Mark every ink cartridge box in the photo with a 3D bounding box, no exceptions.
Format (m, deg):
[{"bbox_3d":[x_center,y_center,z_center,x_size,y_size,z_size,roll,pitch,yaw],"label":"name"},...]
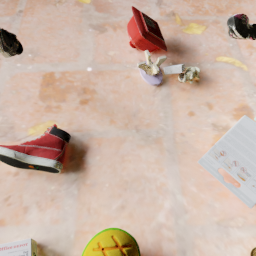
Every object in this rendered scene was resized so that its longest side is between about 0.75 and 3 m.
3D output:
[{"bbox_3d":[4.324,1.199,10.270,2.947,0.697,2.359,-39,66,-19],"label":"ink cartridge box"},{"bbox_3d":[-3.348,4.247,8.361,1.150,0.664,1.581,-10,59,-6],"label":"ink cartridge box"}]

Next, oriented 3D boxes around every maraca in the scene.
[{"bbox_3d":[-0.629,4.173,8.044,1.746,1.362,2.546,26,69,3],"label":"maraca"}]

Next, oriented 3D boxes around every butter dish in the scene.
[{"bbox_3d":[0.651,-4.346,13.282,1.995,1.475,1.990,12,55,-45],"label":"butter dish"}]

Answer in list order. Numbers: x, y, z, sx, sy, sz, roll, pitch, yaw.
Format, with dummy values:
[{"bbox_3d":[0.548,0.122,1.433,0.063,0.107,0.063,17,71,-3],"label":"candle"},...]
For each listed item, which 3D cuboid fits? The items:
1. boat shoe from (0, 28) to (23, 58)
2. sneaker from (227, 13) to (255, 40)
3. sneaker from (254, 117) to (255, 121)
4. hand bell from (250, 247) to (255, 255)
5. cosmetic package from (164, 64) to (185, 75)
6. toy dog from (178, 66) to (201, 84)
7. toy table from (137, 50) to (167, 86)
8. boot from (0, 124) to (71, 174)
[{"bbox_3d":[-4.422,-3.182,10.278,0.786,2.777,0.953,-14,99,-12],"label":"boat shoe"},{"bbox_3d":[3.271,-2.912,8.369,0.689,1.596,0.641,11,94,42],"label":"sneaker"},{"bbox_3d":[5.597,0.050,10.738,1.619,0.629,1.132,6,63,-28],"label":"sneaker"},{"bbox_3d":[5.192,3.486,8.755,2.735,1.424,1.424,-29,62,-31],"label":"hand bell"},{"bbox_3d":[2.072,-2.615,12.487,0.850,0.345,0.480,-3,18,27],"label":"cosmetic package"},{"bbox_3d":[2.650,-2.366,12.458,0.899,0.627,0.871,-33,68,-15],"label":"toy dog"},{"bbox_3d":[1.063,-2.705,12.525,1.359,0.866,1.478,-28,61,-16],"label":"toy table"},{"bbox_3d":[-3.545,0.573,10.509,2.593,0.939,1.870,11,58,-3],"label":"boot"}]
